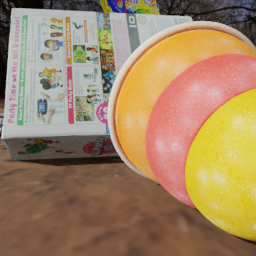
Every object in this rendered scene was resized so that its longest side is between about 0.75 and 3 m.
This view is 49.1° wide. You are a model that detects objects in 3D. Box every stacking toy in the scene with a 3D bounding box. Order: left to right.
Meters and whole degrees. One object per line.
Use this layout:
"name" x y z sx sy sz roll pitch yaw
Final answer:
"stacking toy" 0.744 0.191 1.747 1.499 1.499 2.052 -1 24 -13

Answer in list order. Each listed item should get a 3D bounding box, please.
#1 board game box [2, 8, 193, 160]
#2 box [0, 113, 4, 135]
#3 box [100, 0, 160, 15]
"board game box" -0.278 -0.659 4.187 2.763 2.038 0.888 -1 -24 -12
"box" -4.012 -0.132 7.516 2.232 0.555 2.216 -1 6 -19
"box" 0.025 -3.584 7.722 1.419 1.474 0.899 -15 42 15
